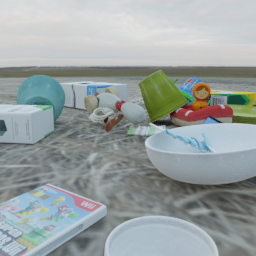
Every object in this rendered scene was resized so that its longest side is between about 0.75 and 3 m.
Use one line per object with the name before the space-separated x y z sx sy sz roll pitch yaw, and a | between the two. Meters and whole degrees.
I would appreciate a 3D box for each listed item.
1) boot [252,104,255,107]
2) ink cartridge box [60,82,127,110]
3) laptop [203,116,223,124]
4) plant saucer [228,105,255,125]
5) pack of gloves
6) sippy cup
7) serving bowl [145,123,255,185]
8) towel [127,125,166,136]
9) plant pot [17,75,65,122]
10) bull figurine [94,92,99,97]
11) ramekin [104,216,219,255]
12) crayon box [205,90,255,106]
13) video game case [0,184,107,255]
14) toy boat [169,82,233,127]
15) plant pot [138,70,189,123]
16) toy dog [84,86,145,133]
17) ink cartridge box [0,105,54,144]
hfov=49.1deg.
boot | 6.178 -0.865 12.663 1.143 0.455 1.387 5 13 -29
ink cartridge box | -1.825 -1.711 14.555 2.999 1.256 2.176 12 17 41
laptop | 1.886 0.085 8.103 1.345 0.694 1.192 -1 12 -3
plant saucer | 4.627 -0.521 11.213 2.731 0.424 2.731 1 14 0
pack of gloves | 1.381 0.197 5.607 1.525 0.358 1.816 23 4 -13
sippy cup | 2.934 -1.641 13.055 1.278 1.744 1.369 -50 25 -14
serving bowl | 1.612 0.537 5.571 2.503 0.823 2.503 -6 10 1
towel | 0.634 0.075 9.263 1.247 0.191 0.930 1 12 6
plant pot | -3.177 -0.877 10.179 1.788 1.788 1.435 -3 25 -12
bull figurine | -1.196 -1.046 12.484 0.380 1.168 0.709 1 53 44
ramekin | 0.310 1.389 2.738 1.079 0.566 1.079 0 12 0
crayon box | 4.528 -1.491 14.476 2.577 0.871 2.987 -11 17 -38
video game case | -1.442 1.332 3.863 1.397 0.171 1.954 9 16 35
toy boat | 2.560 -0.792 9.845 1.599 1.602 2.450 -5 14 -21
plant pot | 1.202 -1.283 10.700 1.631 1.570 1.631 -31 2 1
toy dog | -0.459 -0.458 9.694 1.799 1.314 2.728 -15 29 -9
ink cartridge box | -3.647 -0.179 8.679 2.217 0.932 1.618 2 13 7
